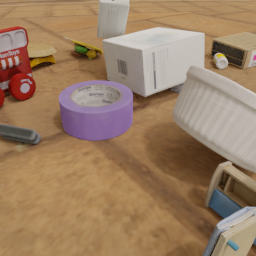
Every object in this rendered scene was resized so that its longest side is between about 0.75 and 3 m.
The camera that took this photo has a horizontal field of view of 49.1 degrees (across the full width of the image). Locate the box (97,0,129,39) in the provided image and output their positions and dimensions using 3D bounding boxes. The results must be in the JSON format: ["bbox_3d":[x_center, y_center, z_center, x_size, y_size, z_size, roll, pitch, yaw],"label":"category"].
[{"bbox_3d":[-0.576,-4.469,10.518,1.049,1.605,1.596,4,59,-8],"label":"box"}]

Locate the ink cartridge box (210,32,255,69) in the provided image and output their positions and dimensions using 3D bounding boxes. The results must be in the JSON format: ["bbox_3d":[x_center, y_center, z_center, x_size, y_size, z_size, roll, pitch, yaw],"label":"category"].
[{"bbox_3d":[5.294,-3.564,12.662,2.380,0.894,1.961,-18,38,-26],"label":"ink cartridge box"}]

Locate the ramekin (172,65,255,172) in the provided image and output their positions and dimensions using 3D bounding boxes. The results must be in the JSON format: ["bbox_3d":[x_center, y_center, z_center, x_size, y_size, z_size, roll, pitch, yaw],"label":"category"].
[{"bbox_3d":[2.210,-0.149,6.120,2.703,1.259,2.703,29,12,-7],"label":"ramekin"}]

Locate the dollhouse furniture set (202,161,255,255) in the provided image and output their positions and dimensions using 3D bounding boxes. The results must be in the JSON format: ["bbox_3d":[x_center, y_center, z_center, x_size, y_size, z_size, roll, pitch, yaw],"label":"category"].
[{"bbox_3d":[1.399,1.197,4.188,2.172,2.050,1.417,-9,32,-36],"label":"dollhouse furniture set"}]

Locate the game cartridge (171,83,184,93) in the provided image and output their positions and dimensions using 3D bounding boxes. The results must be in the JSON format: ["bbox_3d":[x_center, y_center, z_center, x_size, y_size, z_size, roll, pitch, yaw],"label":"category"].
[{"bbox_3d":[2.498,-1.509,10.017,1.798,0.368,1.197,10,38,15],"label":"game cartridge"}]

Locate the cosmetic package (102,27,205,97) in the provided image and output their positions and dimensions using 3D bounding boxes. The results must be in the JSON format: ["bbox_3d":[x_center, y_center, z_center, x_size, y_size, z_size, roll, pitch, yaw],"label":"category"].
[{"bbox_3d":[0.883,-2.516,10.030,2.603,1.600,2.594,-21,31,-26],"label":"cosmetic package"}]

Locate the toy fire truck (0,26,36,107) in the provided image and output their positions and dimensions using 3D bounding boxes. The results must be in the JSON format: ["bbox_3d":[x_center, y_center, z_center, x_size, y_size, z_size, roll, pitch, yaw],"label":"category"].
[{"bbox_3d":[-4.306,-1.918,8.866,1.486,2.225,2.650,28,42,36],"label":"toy fire truck"}]

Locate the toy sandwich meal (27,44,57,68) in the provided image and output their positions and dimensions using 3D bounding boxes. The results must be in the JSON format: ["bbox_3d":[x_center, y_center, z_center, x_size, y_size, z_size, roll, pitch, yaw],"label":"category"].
[{"bbox_3d":[-4.224,-3.044,12.046,2.388,0.818,2.388,1,26,-1],"label":"toy sandwich meal"}]

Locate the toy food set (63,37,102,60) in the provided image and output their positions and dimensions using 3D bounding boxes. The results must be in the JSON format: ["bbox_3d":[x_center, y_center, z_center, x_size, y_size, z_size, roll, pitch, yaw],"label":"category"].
[{"bbox_3d":[-2.091,-3.632,13.140,2.011,0.657,1.183,28,18,34],"label":"toy food set"}]

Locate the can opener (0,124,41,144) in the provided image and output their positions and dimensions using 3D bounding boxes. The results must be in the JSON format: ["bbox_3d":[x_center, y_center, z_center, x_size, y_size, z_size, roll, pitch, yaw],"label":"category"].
[{"bbox_3d":[-3.206,0.204,7.325,1.854,0.488,0.616,5,68,11],"label":"can opener"}]

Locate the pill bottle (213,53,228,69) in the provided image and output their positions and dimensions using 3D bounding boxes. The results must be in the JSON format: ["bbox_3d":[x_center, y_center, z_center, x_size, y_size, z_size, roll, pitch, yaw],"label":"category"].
[{"bbox_3d":[3.954,-2.909,12.029,0.483,0.483,0.927,2,33,3],"label":"pill bottle"}]

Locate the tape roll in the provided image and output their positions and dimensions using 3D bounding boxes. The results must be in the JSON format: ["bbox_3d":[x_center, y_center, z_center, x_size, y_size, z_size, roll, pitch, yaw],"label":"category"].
[{"bbox_3d":[-0.891,-0.571,8.036,2.062,0.876,2.062,1,33,0],"label":"tape roll"}]
